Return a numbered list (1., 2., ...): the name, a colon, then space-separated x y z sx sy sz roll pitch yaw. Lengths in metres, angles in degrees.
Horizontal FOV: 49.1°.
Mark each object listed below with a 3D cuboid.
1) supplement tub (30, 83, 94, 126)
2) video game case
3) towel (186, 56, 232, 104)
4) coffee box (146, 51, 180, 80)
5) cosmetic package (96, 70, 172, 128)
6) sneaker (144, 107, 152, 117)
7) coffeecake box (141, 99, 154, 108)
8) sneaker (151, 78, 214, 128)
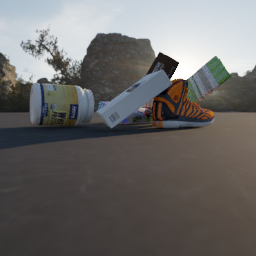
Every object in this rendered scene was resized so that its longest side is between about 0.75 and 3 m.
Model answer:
1. supplement tub: -2.227 -0.761 9.405 1.915 1.383 1.383 0 4 -25
2. video game case: 0.006 -0.671 11.857 1.784 0.447 1.968 -2 21 -41
3. towel: 2.860 -1.619 11.532 0.419 2.730 2.037 38 27 -25
4. coffee box: 1.267 -2.040 10.422 0.808 1.159 2.026 31 9 4
5. cosmetic package: 0.096 -0.831 7.986 2.027 0.524 1.528 -36 9 -6
6. sneaker: 0.837 -0.531 10.816 0.348 0.322 0.863 19 -10 34
7. coffeecake box: 1.164 -0.928 11.366 1.238 0.452 0.950 10 4 -2
8. sneaker: 1.955 -0.857 9.306 2.821 1.580 1.094 -5 9 -41
